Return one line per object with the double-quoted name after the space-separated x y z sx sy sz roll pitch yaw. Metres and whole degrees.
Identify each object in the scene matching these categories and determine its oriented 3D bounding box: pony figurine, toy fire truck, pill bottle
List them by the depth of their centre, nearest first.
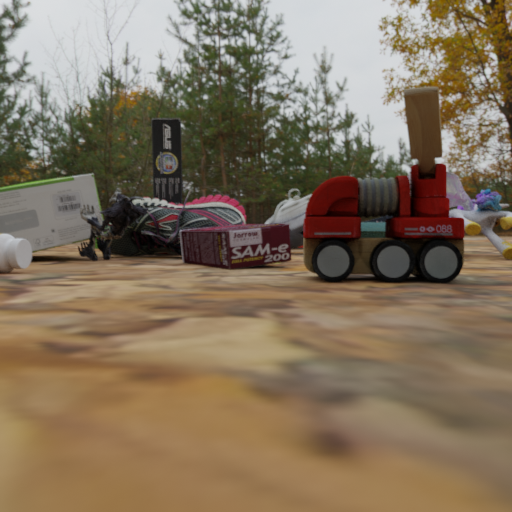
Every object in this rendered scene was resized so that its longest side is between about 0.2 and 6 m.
1.326 -0.671 5.840 1.649 1.874 1.205 1 2 4 "toy fire truck"
-3.290 -0.028 6.950 0.884 0.497 0.497 0 3 8 "pill bottle"
4.051 -0.697 11.134 2.135 1.842 2.212 1 26 13 "pony figurine"

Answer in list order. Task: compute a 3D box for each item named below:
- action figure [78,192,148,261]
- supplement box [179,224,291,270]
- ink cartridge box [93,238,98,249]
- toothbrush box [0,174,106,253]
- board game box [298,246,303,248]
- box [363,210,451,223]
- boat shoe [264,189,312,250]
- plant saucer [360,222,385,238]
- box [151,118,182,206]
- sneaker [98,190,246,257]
-2.486 -0.620 9.450 0.962 0.826 1.619 -16 -26 -51 "action figure"
-0.367 -0.171 8.501 1.018 0.569 1.870 -8 5 -26 "supplement box"
-3.958 -0.416 16.292 1.421 0.421 0.738 0 3 -7 "ink cartridge box"
-4.296 -0.696 10.346 2.001 1.183 2.748 -17 10 -35 "toothbrush box"
0.069 -0.580 15.849 2.660 0.536 2.036 0 6 -42 "board game box"
3.304 -0.578 12.667 2.310 0.435 1.578 -15 -15 43 "box"
0.914 -0.951 12.557 2.600 1.108 0.960 -25 -41 37 "boat shoe"
2.294 -0.370 12.464 2.558 0.894 0.243 3 49 38 "plant saucer"
-2.006 -1.476 12.747 0.636 2.875 2.303 -2 2 -9 "box"
-1.682 -0.474 10.796 2.945 1.187 1.099 -9 38 8 "sneaker"
